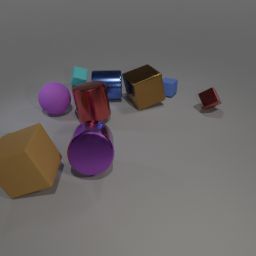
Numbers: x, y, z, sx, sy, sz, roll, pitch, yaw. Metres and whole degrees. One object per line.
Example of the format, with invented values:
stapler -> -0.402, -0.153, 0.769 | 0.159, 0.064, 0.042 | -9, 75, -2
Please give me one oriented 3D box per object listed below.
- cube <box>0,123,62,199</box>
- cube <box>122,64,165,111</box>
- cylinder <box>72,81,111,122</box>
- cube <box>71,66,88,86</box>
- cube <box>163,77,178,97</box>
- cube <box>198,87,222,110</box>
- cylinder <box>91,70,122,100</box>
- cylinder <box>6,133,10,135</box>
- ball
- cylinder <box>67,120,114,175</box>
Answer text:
cube -> -2.998, 0.949, 8.213 | 1.400, 1.400, 1.400 | -18, 30, 12
cube -> 0.731, -1.910, 13.018 | 1.400, 1.400, 1.400 | -23, 37, -12
cylinder -> -1.512, -1.109, 11.723 | 1.400, 1.400, 1.400 | -9, 23, 4
cube -> -2.537, -2.652, 14.542 | 0.700, 0.700, 0.700 | 10, 62, -19
cube -> 2.025, -2.056, 14.037 | 0.700, 0.700, 0.700 | 15, 33, 26
cube -> 3.641, -1.298, 12.435 | 0.700, 0.700, 0.700 | -26, -16, 24
cylinder -> -1.008, -2.066, 13.501 | 1.400, 1.400, 1.400 | -1, 32, -1
cylinder -> -3.895, 0.593, 9.631 | 0.700, 0.700, 0.700 | -2, 69, 4
ball -> -3.200, -1.300, 12.265 | 1.400, 1.400, 1.400 | 0, 32, 0
cylinder -> -1.154, 0.586, 8.956 | 1.400, 1.400, 1.400 | -2, 16, -4
